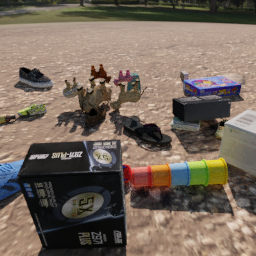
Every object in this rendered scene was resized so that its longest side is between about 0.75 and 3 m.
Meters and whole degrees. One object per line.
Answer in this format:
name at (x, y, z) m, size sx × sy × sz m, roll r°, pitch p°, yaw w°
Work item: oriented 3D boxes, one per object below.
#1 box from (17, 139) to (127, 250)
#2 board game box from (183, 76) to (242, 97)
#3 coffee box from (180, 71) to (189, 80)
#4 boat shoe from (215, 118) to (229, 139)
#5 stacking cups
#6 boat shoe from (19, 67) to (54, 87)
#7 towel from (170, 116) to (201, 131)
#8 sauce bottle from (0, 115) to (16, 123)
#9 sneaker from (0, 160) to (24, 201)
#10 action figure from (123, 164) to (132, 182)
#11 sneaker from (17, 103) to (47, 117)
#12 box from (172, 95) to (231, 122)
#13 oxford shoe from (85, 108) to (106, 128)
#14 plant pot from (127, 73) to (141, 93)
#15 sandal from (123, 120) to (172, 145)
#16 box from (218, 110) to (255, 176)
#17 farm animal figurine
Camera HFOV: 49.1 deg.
box at (-0.968, 1.418, 5.726) m, size 1.821 × 2.224 × 0.958 m, roll -2°, pitch 34°, yaw 1°
board game box at (4.434, -2.175, 14.907) m, size 2.490 × 0.557 × 1.674 m, roll -9°, pitch 28°, yaw -16°
coffee box at (3.438, -3.191, 17.093) m, size 0.302 × 0.433 × 0.758 m, roll -4°, pitch 26°, yaw -5°
boat shoe at (3.738, -0.065, 10.746) m, size 0.573 × 0.490 × 1.563 m, roll 10°, pitch 25°, yaw 23°
stacking cups at (1.401, 1.287, 7.905) m, size 2.592 × 0.784 × 0.784 m, roll -3°, pitch 27°, yaw 1°
boat shoe at (-5.382, -3.023, 16.202) m, size 2.764 × 0.916 × 0.966 m, roll 21°, pitch 34°, yaw 36°
towel at (2.427, -0.293, 11.617) m, size 1.138 × 0.234 × 1.525 m, roll 10°, pitch 26°, yaw 14°
sauce bottle at (-5.141, -0.382, 11.655) m, size 0.892 × 0.294 × 0.294 m, roll -11°, pitch 29°, yaw -24°
sneaker at (-3.517, 1.329, 7.469) m, size 0.846 × 1.007 × 2.568 m, roll 14°, pitch 28°, yaw 30°
action figure at (-0.506, 1.291, 7.941) m, size 1.755 × 0.574 × 0.454 m, roll 2°, pitch -10°, yaw -23°
sneaker at (-4.229, -0.823, 12.312) m, size 1.252 × 0.478 × 0.472 m, roll -15°, pitch 31°, yaw -26°
box at (2.938, -0.829, 11.360) m, size 1.945 × 0.767 × 1.373 m, roll -6°, pitch 14°, yaw -10°
oxford shoe at (-1.286, -0.581, 11.656) m, size 0.540 × 0.627 × 1.486 m, roll 11°, pitch 27°, yaw 15°
plant pot at (0.313, -2.431, 15.007) m, size 0.665 × 0.941 × 0.664 m, roll -6°, pitch 27°, yaw -9°
sandal at (0.649, 0.061, 10.473) m, size 2.226 × 0.533 × 0.837 m, roll 24°, pitch 36°, yaw 38°
box at (3.988, 0.449, 8.763) m, size 1.587 × 1.366 × 1.595 m, roll -23°, pitch 36°, yaw -38°
farm animal figurine at (-1.089, -1.562, 12.859) m, size 2.940 × 1.550 × 2.973 m, roll -32°, pitch 47°, yaw -28°
